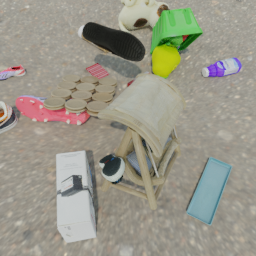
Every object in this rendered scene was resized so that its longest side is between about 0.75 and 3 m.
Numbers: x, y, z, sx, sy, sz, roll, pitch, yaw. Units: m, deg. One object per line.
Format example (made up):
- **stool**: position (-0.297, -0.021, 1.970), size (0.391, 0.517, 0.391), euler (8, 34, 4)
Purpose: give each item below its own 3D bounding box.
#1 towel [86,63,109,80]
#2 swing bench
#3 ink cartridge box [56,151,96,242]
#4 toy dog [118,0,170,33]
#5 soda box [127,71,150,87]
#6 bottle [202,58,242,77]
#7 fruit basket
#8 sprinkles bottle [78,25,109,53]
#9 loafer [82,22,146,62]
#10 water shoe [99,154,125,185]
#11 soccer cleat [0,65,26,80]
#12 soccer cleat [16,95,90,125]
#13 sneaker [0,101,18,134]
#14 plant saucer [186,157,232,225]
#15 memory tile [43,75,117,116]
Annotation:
- **towel**: position (-1.192, -2.203, 10.951), size (0.593, 0.092, 0.820), euler (-31, 61, -23)
- **swing bench**: position (0.486, 0.206, 7.228), size (1.609, 2.480, 2.467), euler (15, 36, 18)
- **ink cartridge box**: position (-1.327, 1.760, 7.217), size (0.795, 1.378, 1.899), euler (-7, 54, -5)
- **toy dog**: position (0.796, -5.000, 12.157), size (2.233, 1.558, 2.165), euler (12, 62, 7)
- **soda box**: position (0.450, -1.692, 10.406), size (1.018, 0.356, 0.323), euler (-35, 61, -23)
- **bottle**: position (3.581, -2.285, 10.760), size (1.472, 0.481, 0.615), euler (-14, 59, -11)
- **fruit basket**: position (1.658, -3.007, 10.550), size (1.746, 2.421, 2.421), euler (-10, 54, -7)
- **sprinkles bottle**: position (-1.374, -3.762, 11.814), size (1.611, 0.550, 0.550), euler (35, 61, 23)
- **loafer**: position (-0.388, -2.711, 8.811), size (2.080, 0.742, 0.759), euler (28, 98, 3)
- **water shoe**: position (-0.243, 0.903, 5.752), size (0.482, 1.348, 0.532), euler (-32, 102, -5)
- **soccer cleat**: position (-4.552, -2.138, 10.689), size (1.170, 0.428, 0.399), euler (-13, 55, -10)
- **soccer cleat**: position (-2.494, -0.685, 9.487), size (2.560, 0.854, 0.979), euler (9, 30, 10)
- **sneaker**: position (-4.774, 0.008, 8.783), size (2.493, 0.990, 0.978), euler (-39, 64, -23)
- **plant saucer**: position (2.337, 1.754, 7.978), size (0.705, 0.191, 2.016), euler (24, 56, 17)
- **memory tile**: position (-1.499, -1.192, 9.544), size (2.102, 0.230, 2.742), euler (5, 31, 3)
